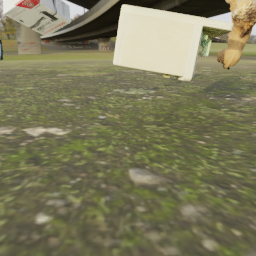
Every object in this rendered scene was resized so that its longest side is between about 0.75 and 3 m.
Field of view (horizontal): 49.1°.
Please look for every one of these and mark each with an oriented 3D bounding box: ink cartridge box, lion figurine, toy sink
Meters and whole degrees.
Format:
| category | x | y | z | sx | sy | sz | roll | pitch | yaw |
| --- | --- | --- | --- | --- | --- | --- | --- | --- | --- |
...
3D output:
| category | x | y | z | sx | sy | sz | roll | pitch | yaw |
| --- | --- | --- | --- | --- | --- | --- | --- | --- | --- |
| ink cartridge box | -2.956 | -3.903 | 9.245 | 1.274 | 0.739 | 1.765 | -16 | -16 | 30 |
| lion figurine | 3.406 | -2.844 | 8.765 | 1.069 | 2.949 | 1.806 | 7 | 39 | 14 |
| toy sink | 1.117 | -2.185 | 7.734 | 2.809 | 1.574 | 1.831 | 9 | 13 | -1 |

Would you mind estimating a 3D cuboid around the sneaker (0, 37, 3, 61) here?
| category | x | y | z | sx | sy | sz | roll | pitch | yaw |
| --- | --- | --- | --- | --- | --- | --- | --- | --- | --- |
| sneaker | -3.806 | -2.641 | 7.165 | 0.757 | 2.088 | 0.750 | -26 | 48 | -17 |
